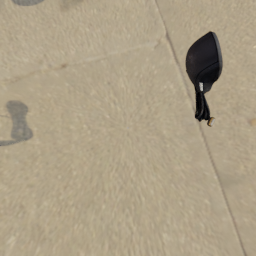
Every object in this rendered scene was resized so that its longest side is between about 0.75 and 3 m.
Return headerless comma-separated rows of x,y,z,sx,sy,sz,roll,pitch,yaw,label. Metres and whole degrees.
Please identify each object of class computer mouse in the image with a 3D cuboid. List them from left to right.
1.203,-0.673,4.663,0.433,1.883,1.322,-10,84,5,computer mouse
